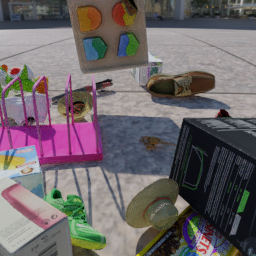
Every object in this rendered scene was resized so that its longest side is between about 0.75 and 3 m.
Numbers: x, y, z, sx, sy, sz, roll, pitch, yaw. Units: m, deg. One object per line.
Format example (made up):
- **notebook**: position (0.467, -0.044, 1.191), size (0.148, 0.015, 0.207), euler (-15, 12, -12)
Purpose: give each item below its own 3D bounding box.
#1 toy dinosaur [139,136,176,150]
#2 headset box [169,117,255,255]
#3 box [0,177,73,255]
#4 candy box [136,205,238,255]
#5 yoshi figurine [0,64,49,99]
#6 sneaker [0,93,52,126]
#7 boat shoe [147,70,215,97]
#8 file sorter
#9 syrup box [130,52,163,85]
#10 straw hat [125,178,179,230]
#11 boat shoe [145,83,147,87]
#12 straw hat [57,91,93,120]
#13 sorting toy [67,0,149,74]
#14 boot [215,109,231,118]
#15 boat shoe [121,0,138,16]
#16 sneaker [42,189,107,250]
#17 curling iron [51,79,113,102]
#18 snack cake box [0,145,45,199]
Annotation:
- **toy dinosaur**: position (0.754, 0.346, 7.293), size (1.133, 0.342, 0.602), euler (15, 27, 29)
- **headset box**: position (2.548, 0.916, 4.283), size (2.551, 1.359, 2.930), euler (-2, 22, -29)
- **box**: position (-1.587, 1.487, 3.913), size (1.524, 0.974, 0.830), euler (18, 30, 35)
- **candy box**: position (1.082, 1.725, 4.254), size (1.007, 0.260, 1.970), euler (24, 33, 35)
- **yoshi figurine**: position (-4.536, -1.540, 10.901), size (2.676, 1.504, 1.499), euler (9, 62, -15)
- **sneaker**: position (-3.260, -0.411, 8.555), size (2.203, 0.975, 0.829), euler (-7, -16, 37)
- **boat shoe**: position (2.061, -1.640, 11.146), size (2.711, 1.025, 1.001), euler (-2, 28, 16)
- **file sorter**: position (-2.133, -0.345, 7.073), size (2.822, 1.770, 1.961), euler (-3, 24, -7)
- **syrup box**: position (0.856, -3.011, 13.929), size (1.132, 1.095, 2.780), euler (-4, 24, -8)
- **straw hat**: position (0.511, 1.325, 4.352), size (1.042, 1.042, 0.441), euler (-13, 32, -27)
- **boat shoe**: position (1.287, -1.835, 12.231), size (1.109, 0.401, 0.402), euler (2, 27, 30)
- **straw hat**: position (-1.643, -0.568, 9.076), size (1.309, 0.554, 1.309), euler (-4, 46, 4)
- **sorting toy**: position (-0.643, -3.412, 9.856), size (2.588, 2.796, 0.510), euler (-7, 22, 1)
- **boot**: position (2.112, -0.051, 7.188), size (0.575, 1.145, 1.587), euler (-12, 26, -25)
- **boat shoe**: position (0.006, -4.122, 8.885), size (0.378, 1.050, 0.357), euler (-41, 17, -33)
- **sneaker**: position (-0.910, 1.393, 4.424), size (1.517, 0.562, 0.634), euler (20, 73, 37)
- **curling iron**: position (-1.796, -1.502, 11.501), size (2.977, 0.380, 0.738), euler (-27, 14, -38)
- **snack cake box**: position (-2.690, 1.029, 5.316), size (1.999, 0.672, 1.149), euler (-10, 24, -20)
